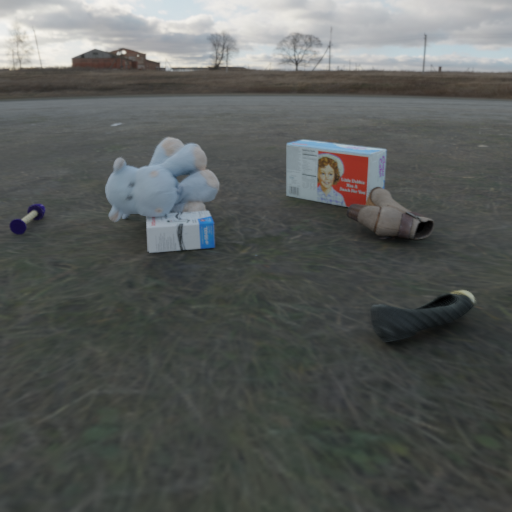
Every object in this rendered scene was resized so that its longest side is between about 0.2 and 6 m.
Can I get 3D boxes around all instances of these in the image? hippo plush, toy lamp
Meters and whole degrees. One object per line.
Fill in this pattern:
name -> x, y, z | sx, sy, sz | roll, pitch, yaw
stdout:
hippo plush -> -2.316, -1.705, 12.334 | 2.600, 2.071, 2.090 | 10, 4, 22
toy lamp -> -5.346, -0.910, 13.231 | 0.419, 0.419, 1.439 | -1, 22, -2

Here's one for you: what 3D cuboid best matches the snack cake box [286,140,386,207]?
snack cake box -> 2.097, -2.220, 15.083 | 2.631, 1.513, 0.884 | 16, 26, 36

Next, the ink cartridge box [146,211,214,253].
ink cartridge box -> -1.636, -0.532, 11.945 | 1.389, 0.585, 1.014 | -4, 21, -11

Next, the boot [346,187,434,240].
boot -> 3.230, -0.905, 12.860 | 1.723, 0.828, 2.356 | 21, 29, 30

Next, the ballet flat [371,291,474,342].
ballet flat -> 2.549, 0.782, 8.344 | 1.985, 0.564, 0.660 | -13, -4, -31

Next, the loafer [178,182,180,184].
loafer -> -2.484, -1.734, 14.877 | 0.772, 0.771, 2.209 | 38, -3, -12
